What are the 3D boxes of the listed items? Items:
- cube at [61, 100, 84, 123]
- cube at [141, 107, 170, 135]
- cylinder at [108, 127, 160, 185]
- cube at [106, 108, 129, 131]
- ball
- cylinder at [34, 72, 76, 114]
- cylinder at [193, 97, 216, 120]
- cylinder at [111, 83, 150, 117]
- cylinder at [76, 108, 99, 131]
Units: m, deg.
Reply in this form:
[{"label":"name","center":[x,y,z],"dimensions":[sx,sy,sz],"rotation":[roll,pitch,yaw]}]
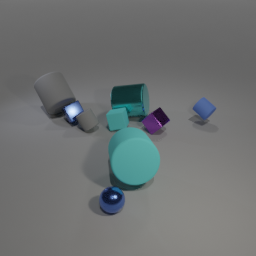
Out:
[{"label":"cube","center":[-2.330,-0.697,11.947],"dimensions":[0.700,0.700,0.700],"rotation":[-30,11,-19]},{"label":"cube","center":[1.122,-0.289,11.293],"dimensions":[0.700,0.700,0.700],"rotation":[53,44,3]},{"label":"cylinder","center":[0.135,0.801,8.433],"dimensions":[1.400,1.400,1.400],"rotation":[-3,13,-6]},{"label":"cube","center":[-0.416,-0.371,11.492],"dimensions":[0.700,0.700,0.700],"rotation":[-9,18,14]},{"label":"ball","center":[-0.425,1.918,7.503],"dimensions":[0.700,0.700,0.700],"rotation":[0,28,0]},{"label":"cylinder","center":[-3.266,-1.555,12.562],"dimensions":[1.400,1.400,1.400],"rotation":[-23,79,-36]},{"label":"cylinder","center":[3.204,-0.813,11.752],"dimensions":[0.700,0.700,0.700],"rotation":[46,46,17]},{"label":"cylinder","center":[0.120,-1.194,12.264],"dimensions":[1.400,1.400,1.400],"rotation":[-3,27,16]},{"label":"cylinder","center":[-1.644,-0.336,11.401],"dimensions":[0.700,0.700,0.700],"rotation":[-31,12,7]}]
